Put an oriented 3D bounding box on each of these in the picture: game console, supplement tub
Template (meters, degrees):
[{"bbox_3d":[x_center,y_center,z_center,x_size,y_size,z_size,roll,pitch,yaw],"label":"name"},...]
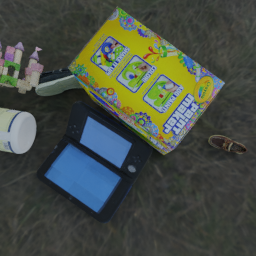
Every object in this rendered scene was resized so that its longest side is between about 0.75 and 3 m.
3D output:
[{"bbox_3d":[-0.904,0.845,7.005,2.334,1.992,1.381,31,41,8],"label":"game console"},{"bbox_3d":[-3.339,0.027,7.351,1.515,1.099,1.099,9,74,8],"label":"supplement tub"}]

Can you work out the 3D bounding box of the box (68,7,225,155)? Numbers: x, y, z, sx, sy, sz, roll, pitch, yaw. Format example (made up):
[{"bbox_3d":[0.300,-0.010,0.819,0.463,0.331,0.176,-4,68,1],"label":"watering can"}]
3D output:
[{"bbox_3d":[0.406,-0.833,6.625,2.619,2.720,1.659,37,86,8],"label":"box"}]

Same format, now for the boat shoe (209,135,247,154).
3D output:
[{"bbox_3d":[2.717,0.459,7.593,1.025,0.369,0.370,21,94,5],"label":"boat shoe"}]

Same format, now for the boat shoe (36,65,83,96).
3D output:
[{"bbox_3d":[-1.612,-1.511,8.010,2.122,0.793,0.704,-15,70,4],"label":"boat shoe"}]

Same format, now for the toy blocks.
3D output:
[{"bbox_3d":[-3.115,-1.753,7.513,1.378,1.474,1.241,14,78,-32],"label":"toy blocks"}]
